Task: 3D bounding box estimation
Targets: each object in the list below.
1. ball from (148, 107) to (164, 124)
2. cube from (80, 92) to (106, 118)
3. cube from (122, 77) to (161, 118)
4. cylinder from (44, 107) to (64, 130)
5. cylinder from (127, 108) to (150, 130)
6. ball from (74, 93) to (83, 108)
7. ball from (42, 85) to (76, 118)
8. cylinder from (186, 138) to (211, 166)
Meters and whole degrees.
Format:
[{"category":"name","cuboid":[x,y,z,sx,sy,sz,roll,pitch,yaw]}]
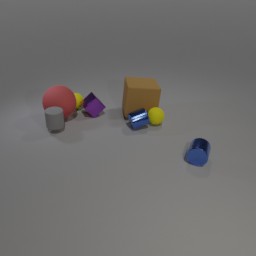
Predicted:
[{"category":"ball","cuboid":[1.143,-0.498,11.536,0.700,0.700,0.700,0,29,0]},{"category":"cube","cuboid":[-1.538,-1.016,12.295,0.700,0.700,0.700,-43,37,2]},{"category":"cube","cuboid":[0.547,-1.335,12.247,1.400,1.400,1.400,2,28,-8]},{"category":"cylinder","cuboid":[-2.881,-0.383,10.990,0.700,0.700,0.700,2,31,-1]},{"category":"cylinder","cuboid":[0.423,-0.376,11.276,0.700,0.700,0.700,-22,33,-7]},{"category":"ball","cuboid":[-2.377,-1.244,12.779,0.700,0.700,0.700,0,29,0]},{"category":"ball","cuboid":[-2.880,-1.090,11.789,1.400,1.400,1.400,0,29,0]},{"category":"cylinder","cuboid":[2.361,0.794,9.342,0.700,0.700,0.700,11,31,18]}]
